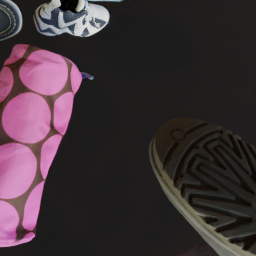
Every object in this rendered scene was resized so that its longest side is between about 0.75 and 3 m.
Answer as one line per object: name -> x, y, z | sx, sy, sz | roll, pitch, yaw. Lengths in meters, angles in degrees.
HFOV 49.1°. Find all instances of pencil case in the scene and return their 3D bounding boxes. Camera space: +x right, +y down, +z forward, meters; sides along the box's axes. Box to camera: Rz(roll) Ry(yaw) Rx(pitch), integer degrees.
pencil case -> -1.449, 0.216, 4.000 | 1.220, 1.259, 2.688 | 13, 72, 7

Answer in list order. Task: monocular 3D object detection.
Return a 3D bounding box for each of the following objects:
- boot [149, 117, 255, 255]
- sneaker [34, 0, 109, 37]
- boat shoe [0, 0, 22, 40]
boot -> 0.859, 1.511, 3.314 | 2.578, 2.835, 1.029 | 45, 57, 12
sneaker -> -0.803, -2.139, 5.026 | 1.572, 1.023, 0.627 | -13, 90, -37
boat shoe -> -2.992, -1.666, 4.312 | 2.519, 0.952, 0.760 | -5, 31, -8
